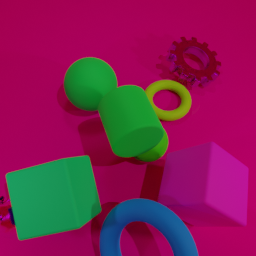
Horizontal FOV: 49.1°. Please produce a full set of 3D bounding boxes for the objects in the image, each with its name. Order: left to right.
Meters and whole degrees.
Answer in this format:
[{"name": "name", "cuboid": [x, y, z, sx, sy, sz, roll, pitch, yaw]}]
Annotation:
[{"name": "monkey head", "cuboid": [-2.506, 1.937, 5.665, 0.862, 1.431, 1.030, 33, 76, 28]}, {"name": "cube", "cuboid": [-1.424, 1.326, 5.617, 1.255, 1.255, 1.255, -15, 84, 12]}, {"name": "ball", "cuboid": [-0.980, -1.147, 7.387, 1.392, 1.392, 1.392, 0, 60, 0]}, {"name": "cylinder", "cuboid": [0.046, -0.135, 5.908, 1.112, 1.112, 1.112, -17, 58, -10]}, {"name": "ring", "cuboid": [0.321, 2.349, 5.228, 2.059, 0.412, 2.059, 2, 93, 33]}, {"name": "ball", "cuboid": [0.466, 0.325, 6.755, 0.995, 0.995, 0.995, 0, 60, 0]}, {"name": "ring", "cuboid": [1.087, -0.788, 7.826, 1.351, 0.270, 1.351, 0, 59, 0]}, {"name": "gear", "cuboid": [1.939, -1.962, 8.238, 1.625, 0.300, 1.625, 7, 62, -14]}, {"name": "cube", "cuboid": [1.560, 1.219, 5.795, 1.260, 1.260, 1.260, 33, 57, -26]}]
